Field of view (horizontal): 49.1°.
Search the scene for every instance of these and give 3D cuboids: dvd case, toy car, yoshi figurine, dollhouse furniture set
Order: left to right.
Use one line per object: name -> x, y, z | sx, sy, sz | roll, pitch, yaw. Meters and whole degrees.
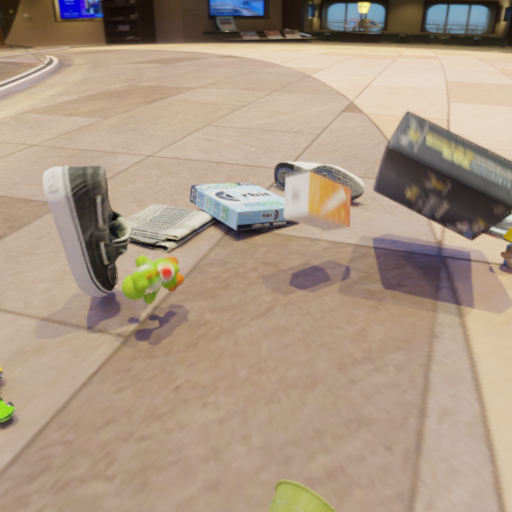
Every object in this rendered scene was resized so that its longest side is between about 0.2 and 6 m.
toy car -> -3.437, 1.886, 7.049 | 1.020, 0.242, 1.083 | 15, 31, 27
yoshi figurine -> -1.614, 0.361, 8.437 | 0.669, 0.666, 1.190 | 23, 12, 16
dvd case -> 5.666, -0.507, 11.895 | 1.149, 0.173, 1.574 | -20, 34, -35
dollhouse furniture set -> 6.136, -0.206, 9.394 | 2.874, 1.875, 2.713 | -6, 27, -10

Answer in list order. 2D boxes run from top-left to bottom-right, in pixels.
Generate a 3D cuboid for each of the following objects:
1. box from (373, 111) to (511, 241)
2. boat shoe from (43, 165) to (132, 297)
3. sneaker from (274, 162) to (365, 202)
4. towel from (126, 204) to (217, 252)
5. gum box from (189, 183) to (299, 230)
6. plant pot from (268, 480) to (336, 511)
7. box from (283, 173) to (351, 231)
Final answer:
box -> 3.230, -1.252, 9.697 | 2.185, 0.707, 2.771 | 30, -4, 10
boat shoe -> -2.396, -0.264, 8.590 | 0.975, 2.749, 0.991 | -8, 56, -6
sneaker -> 1.668, -1.974, 14.051 | 2.521, 0.939, 1.098 | 22, 29, 36
towel -> -2.059, -0.698, 12.106 | 1.793, 0.322, 1.862 | 13, 30, 25
gum box -> -0.270, -1.166, 12.623 | 1.705, 0.447, 2.006 | -8, 26, -34
plant pot -> 0.298, 2.638, 5.110 | 0.810, 0.810, 0.769 | 19, 45, 32
box -> 1.058, -0.903, 9.565 | 1.129, 0.702, 0.551 | 12, -14, -43
